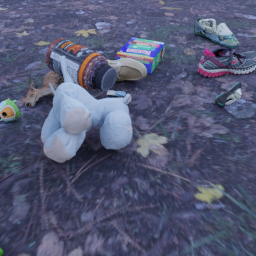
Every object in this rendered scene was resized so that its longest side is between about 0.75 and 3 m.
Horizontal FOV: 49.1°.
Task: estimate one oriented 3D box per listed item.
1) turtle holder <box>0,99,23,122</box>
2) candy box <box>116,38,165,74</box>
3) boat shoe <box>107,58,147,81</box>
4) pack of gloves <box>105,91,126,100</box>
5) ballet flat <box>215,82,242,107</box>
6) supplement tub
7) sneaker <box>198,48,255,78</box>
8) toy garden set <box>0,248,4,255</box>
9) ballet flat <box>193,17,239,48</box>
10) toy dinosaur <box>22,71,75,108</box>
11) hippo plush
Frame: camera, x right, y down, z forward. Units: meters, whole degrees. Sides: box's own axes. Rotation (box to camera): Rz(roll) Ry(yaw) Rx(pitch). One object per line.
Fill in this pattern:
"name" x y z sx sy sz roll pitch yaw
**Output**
"turtle holder" -4.148 -0.587 9.473 0.972 0.739 0.690 25 45 27
"candy box" 0.610 -3.396 12.985 1.717 0.782 2.031 14 42 15
"boat shoe" -0.546 -2.309 11.538 2.696 0.972 0.876 13 46 23
"pack of gloves" -0.469 -1.167 10.744 0.768 0.152 0.645 5 48 13
"ballet flat" 3.889 -1.192 10.499 1.484 0.504 0.507 -33 57 -21
"supplement tub" -1.594 -2.165 9.865 2.451 1.311 1.311 29 46 21
"sneaker" 4.509 -2.963 12.195 2.928 1.093 1.180 -13 40 -16
"toy garden set" -3.888 2.588 5.754 2.090 0.417 1.742 28 45 30
"ballet flat" 4.737 -5.295 15.215 1.111 1.111 2.994 -26 45 -29
"toy dinosaur" -2.953 -1.783 10.827 1.678 1.063 2.476 3 31 19
"hippo plush" -1.149 -0.152 8.368 2.317 2.295 2.881 12 39 -30
